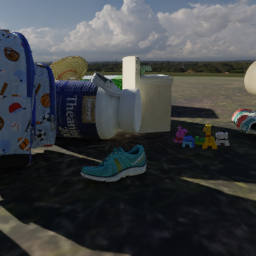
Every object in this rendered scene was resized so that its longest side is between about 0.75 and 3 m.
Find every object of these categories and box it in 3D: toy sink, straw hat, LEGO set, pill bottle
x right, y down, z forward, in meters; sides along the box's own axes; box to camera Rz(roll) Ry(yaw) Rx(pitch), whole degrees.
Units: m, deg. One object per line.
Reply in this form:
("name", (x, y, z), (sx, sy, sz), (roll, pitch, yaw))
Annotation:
("toy sink", (0.577, -1.047, 8.426), (1.195, 2.132, 1.390), (-4, 12, -15))
("straw hat", (-2.390, -1.794, 11.293), (2.216, 0.938, 2.216), (-27, -17, -9))
("LEGO set", (1.754, 0.164, 6.671), (1.326, 0.544, 0.506), (3, 14, 13))
("pill bottle", (-1.064, -0.480, 7.346), (2.719, 1.509, 1.509), (2, 13, 11))

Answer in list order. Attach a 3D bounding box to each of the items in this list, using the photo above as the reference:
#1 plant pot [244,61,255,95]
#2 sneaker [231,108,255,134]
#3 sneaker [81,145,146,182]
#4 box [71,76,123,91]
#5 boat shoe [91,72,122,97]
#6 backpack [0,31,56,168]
("plant pot", (8.320, -2.552, 15.741), (2.315, 2.315, 2.472), (-3, 27, -15))
("sneaker", (3.923, -0.055, 7.820), (1.919, 0.675, 0.897), (4, 35, -10))
("sneaker", (-0.237, 0.592, 4.850), (1.292, 0.515, 0.501), (-10, 16, -36))
("box", (-1.264, -1.836, 13.788), (2.806, 1.356, 2.476), (1, 15, 8))
("boat shoe", (-0.478, -1.022, 6.585), (0.815, 0.272, 0.300), (27, 42, -4))
("backpack", (-2.604, -0.645, 5.569), (2.100, 2.596, 2.725), (-12, 16, -42))
